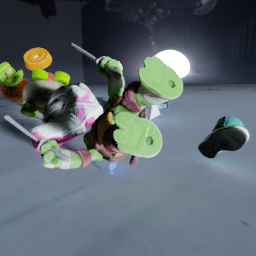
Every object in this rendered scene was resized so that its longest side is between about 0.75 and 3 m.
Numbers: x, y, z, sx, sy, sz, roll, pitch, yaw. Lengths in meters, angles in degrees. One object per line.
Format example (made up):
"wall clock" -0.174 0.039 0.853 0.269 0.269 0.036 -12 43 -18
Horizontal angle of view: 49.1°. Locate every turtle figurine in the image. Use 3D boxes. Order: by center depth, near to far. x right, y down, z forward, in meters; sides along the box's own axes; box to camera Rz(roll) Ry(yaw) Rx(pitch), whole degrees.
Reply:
"turtle figurine" -0.535 -0.257 3.825 1.678 2.332 2.261 -31 7 -31

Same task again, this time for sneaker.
"sneaker" 1.768 0.078 4.813 0.753 0.522 1.248 -43 -3 -22
"sneaker" -1.390 -0.307 6.036 1.004 1.089 2.469 -26 9 22

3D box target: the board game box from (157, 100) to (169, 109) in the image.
"board game box" 0.238 -1.029 12.344 1.832 0.381 2.709 -6 9 -30

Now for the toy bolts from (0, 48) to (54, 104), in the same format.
"toy bolts" -3.529 -1.658 11.027 2.444 1.695 2.334 32 60 21

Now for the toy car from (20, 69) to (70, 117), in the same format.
"toy car" -2.270 -0.747 8.384 1.284 1.337 1.627 8 -19 7

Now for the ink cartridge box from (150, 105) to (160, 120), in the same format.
"ink cartridge box" 0.400 -0.784 9.755 0.515 0.880 1.518 -29 16 -20

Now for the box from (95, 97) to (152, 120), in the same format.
"box" -0.188 -0.480 8.472 1.348 0.702 1.227 -5 20 -42
